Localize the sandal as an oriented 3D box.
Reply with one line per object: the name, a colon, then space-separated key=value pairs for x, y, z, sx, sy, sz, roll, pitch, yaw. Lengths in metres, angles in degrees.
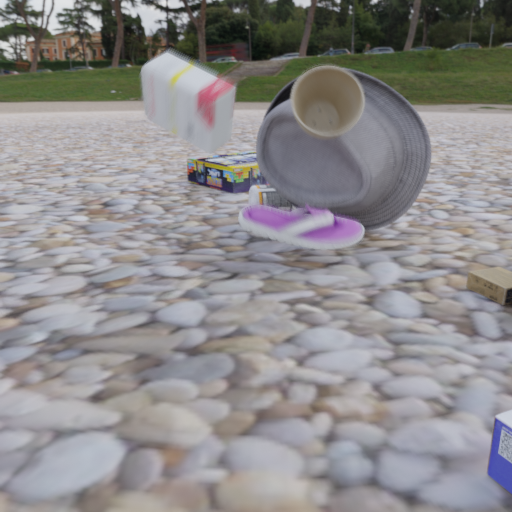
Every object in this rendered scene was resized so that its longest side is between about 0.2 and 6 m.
sandal: x=0.693 y=-0.532 z=8.649 sx=1.967 sy=0.484 sz=0.801 roll=7 pitch=41 yaw=5

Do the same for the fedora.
fedora: x=1.273 y=-1.738 z=9.889 sx=3.255 sy=2.879 sz=1.470 roll=37 pitch=34 yaw=14

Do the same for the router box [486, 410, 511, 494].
router box: x=3.083 y=1.597 z=3.640 sx=1.974 sy=0.537 sz=2.199 roll=-8 pitch=20 yaw=-24

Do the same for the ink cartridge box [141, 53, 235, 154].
ink cartridge box: x=-0.898 y=-2.023 z=7.400 sx=1.170 sy=0.849 sz=0.488 roll=32 pitch=54 yaw=18

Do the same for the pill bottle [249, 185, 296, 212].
pill bottle: x=0.467 y=-1.193 z=12.004 sx=1.169 sy=0.680 sz=0.680 roll=-4 pitch=18 yaw=-13

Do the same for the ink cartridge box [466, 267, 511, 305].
ink cartridge box: x=3.383 y=0.406 z=7.745 sx=0.586 sy=0.267 sz=0.711 roll=-6 pitch=19 yaw=-21

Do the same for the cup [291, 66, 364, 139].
cup: x=1.012 y=-2.166 z=8.302 sx=1.040 sy=1.040 sz=0.744 roll=0 pitch=-7 yaw=-1

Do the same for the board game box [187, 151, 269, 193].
board game box: x=-0.330 y=-2.374 z=15.600 sx=2.491 sy=0.706 sz=2.059 roll=-15 pitch=25 yaw=-39
